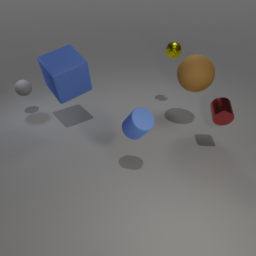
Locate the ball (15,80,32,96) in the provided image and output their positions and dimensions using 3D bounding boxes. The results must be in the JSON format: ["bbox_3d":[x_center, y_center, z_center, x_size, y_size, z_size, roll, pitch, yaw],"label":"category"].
[{"bbox_3d":[-4.544,-1.740,12.158,0.700,0.700,0.700,0,31,0],"label":"ball"}]

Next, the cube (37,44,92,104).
[{"bbox_3d":[-2.380,-2.064,10.695,1.400,1.400,1.400,-29,56,-20],"label":"cube"}]

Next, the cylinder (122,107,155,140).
[{"bbox_3d":[0.275,-0.116,7.819,0.700,0.700,0.700,11,62,-22],"label":"cylinder"}]

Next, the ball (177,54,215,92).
[{"bbox_3d":[2.568,-2.062,10.606,1.400,1.400,1.400,0,31,0],"label":"ball"}]

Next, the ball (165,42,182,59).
[{"bbox_3d":[1.948,-3.316,11.953,0.700,0.700,0.700,0,31,0],"label":"ball"}]

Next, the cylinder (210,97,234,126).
[{"bbox_3d":[3.196,-0.564,9.539,0.700,0.700,0.700,2,50,3],"label":"cylinder"}]
